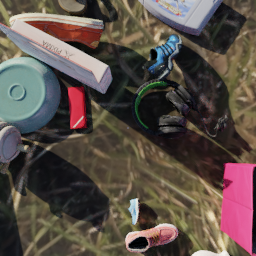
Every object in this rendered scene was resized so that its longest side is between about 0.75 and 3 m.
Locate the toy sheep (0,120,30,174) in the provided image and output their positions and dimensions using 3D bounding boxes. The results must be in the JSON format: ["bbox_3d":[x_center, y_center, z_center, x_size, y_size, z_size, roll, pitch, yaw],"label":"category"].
[{"bbox_3d":[-3.749,0.458,7.860,2.142,1.477,1.477,12,85,7],"label":"toy sheep"}]

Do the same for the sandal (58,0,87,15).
[{"bbox_3d":[-1.808,-4.653,8.732,0.926,0.619,2.266,-4,85,0],"label":"sandal"}]

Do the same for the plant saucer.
[{"bbox_3d":[-3.296,-1.047,8.489,2.413,0.434,2.413,0,84,0],"label":"plant saucer"}]

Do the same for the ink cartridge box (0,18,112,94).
[{"bbox_3d":[-1.891,-2.055,7.519,2.915,2.530,0.635,28,86,3],"label":"ink cartridge box"}]

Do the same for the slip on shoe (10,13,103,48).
[{"bbox_3d":[-2.178,-2.948,8.426,2.893,1.072,0.885,9,112,5],"label":"slip on shoe"}]

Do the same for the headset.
[{"bbox_3d":[1.405,-0.450,7.992,2.736,1.285,1.689,21,86,12],"label":"headset"}]

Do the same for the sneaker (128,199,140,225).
[{"bbox_3d":[0.175,2.468,8.268,0.337,0.294,0.750,-2,80,18],"label":"sneaker"}]

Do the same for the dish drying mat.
[{"bbox_3d":[-1.554,-0.625,8.601,0.495,0.117,1.289,-5,85,1],"label":"dish drying mat"}]

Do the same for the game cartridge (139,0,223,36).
[{"bbox_3d":[1.525,-4.105,8.779,2.518,0.523,1.677,34,81,3],"label":"game cartridge"}]

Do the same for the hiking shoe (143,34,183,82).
[{"bbox_3d":[1.060,-2.241,8.202,0.773,0.663,1.783,32,58,-16],"label":"hiking shoe"}]

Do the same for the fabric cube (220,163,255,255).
[{"bbox_3d":[3.814,2.011,7.355,2.074,2.107,2.114,3,85,1],"label":"fabric cube"}]

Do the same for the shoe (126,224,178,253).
[{"bbox_3d":[0.696,3.153,7.938,1.552,0.706,0.554,-10,85,-1],"label":"shoe"}]

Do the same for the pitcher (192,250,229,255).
[{"bbox_3d":[2.326,3.924,7.967,0.990,0.600,0.849,2,94,-11],"label":"pitcher"}]
